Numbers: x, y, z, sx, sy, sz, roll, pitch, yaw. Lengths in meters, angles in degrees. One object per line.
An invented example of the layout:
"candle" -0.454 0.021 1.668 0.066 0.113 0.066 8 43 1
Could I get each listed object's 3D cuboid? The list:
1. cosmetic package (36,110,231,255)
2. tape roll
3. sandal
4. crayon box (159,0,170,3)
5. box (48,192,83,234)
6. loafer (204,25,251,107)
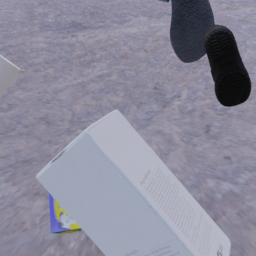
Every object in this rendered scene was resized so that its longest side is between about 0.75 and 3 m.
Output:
"cosmetic package" 0.075 0.895 3.100 2.006 1.020 0.742 51 32 -2
"tape roll" -2.478 -1.007 4.665 1.087 1.087 0.747 35 89 33
"sandal" 1.365 -2.791 6.256 1.023 2.689 0.576 -4 33 18
"crayon box" 0.541 -5.041 9.727 1.228 0.504 1.953 18 17 -45
"box" -0.413 1.084 4.552 1.690 0.409 0.992 -10 70 1
"loafer" 1.950 -1.219 5.464 0.683 1.871 0.668 -12 41 20
